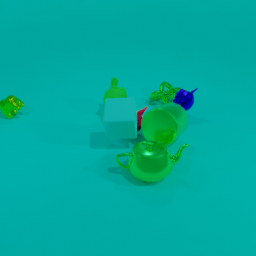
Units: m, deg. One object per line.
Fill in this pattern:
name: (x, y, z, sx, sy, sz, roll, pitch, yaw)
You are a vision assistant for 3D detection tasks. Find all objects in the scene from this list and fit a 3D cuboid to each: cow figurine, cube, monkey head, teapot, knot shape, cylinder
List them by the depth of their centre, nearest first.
teapot: (0.564, 0.678, 6.437, 1.727, 0.846, 1.074, -5, 25, -3)
cube: (-0.177, -0.238, 7.136, 0.762, 0.762, 0.762, -2, 53, 5)
cylinder: (0.986, -0.114, 7.402, 0.995, 0.995, 0.995, 16, 20, 23)
teapot: (0.159, -0.223, 7.935, 0.662, 1.065, 0.522, 46, 21, 3)
cow figurine: (-3.880, -0.778, 8.755, 1.012, 0.996, 0.556, -34, 18, 27)
monkey head: (-0.525, -0.945, 8.817, 0.957, 1.331, 0.802, 21, 13, 29)
monkey head: (1.761, -0.877, 8.825, 0.633, 1.051, 0.756, 24, 16, 2)
knot shape: (1.285, -1.152, 9.682, 1.158, 0.572, 1.237, -7, 33, -11)
